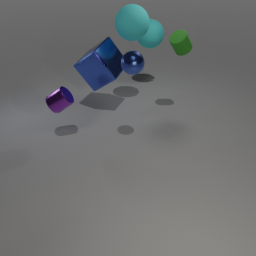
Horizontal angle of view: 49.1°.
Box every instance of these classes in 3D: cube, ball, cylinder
[{"bbox_3d":[-1.113,-2.669,11.763,1.400,1.400,1.400,-21,28,40],"label":"cube"},{"bbox_3d":[0.168,-4.258,11.352,1.400,1.400,1.400,0,30,0],"label":"ball"},{"bbox_3d":[2.017,-3.249,10.687,0.700,0.700,0.700,-17,55,25],"label":"cylinder"},{"bbox_3d":[1.114,-4.730,14.101,1.400,1.400,1.400,0,30,0],"label":"ball"},{"bbox_3d":[-2.352,-0.968,9.681,0.700,0.700,0.700,-31,24,18],"label":"cylinder"},{"bbox_3d":[0.140,-1.924,8.271,0.700,0.700,0.700,0,30,0],"label":"ball"}]
